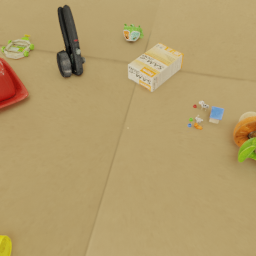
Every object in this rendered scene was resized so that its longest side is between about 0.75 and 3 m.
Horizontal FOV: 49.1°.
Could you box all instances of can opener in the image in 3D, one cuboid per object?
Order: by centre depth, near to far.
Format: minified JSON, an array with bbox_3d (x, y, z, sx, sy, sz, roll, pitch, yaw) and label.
[{"bbox_3d":[-1.918,-2.861,9.341,0.730,2.303,0.905,10,23,31],"label":"can opener"}]

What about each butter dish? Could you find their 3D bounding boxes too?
[{"bbox_3d":[-4.683,-1.692,8.354,2.474,1.834,2.481,-27,58,-24],"label":"butter dish"}]

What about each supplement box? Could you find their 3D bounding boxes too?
[{"bbox_3d":[0.963,-2.123,9.616,1.090,0.636,1.729,34,58,26],"label":"supplement box"}]

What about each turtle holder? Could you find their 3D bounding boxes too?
[{"bbox_3d":[0.192,-3.737,10.986,0.647,0.604,0.851,13,19,23],"label":"turtle holder"}]

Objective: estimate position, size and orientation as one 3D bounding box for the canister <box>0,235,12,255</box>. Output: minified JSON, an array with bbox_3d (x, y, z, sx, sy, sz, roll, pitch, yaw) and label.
[{"bbox_3d":[-3.266,2.747,5.582,1.503,0.651,1.116,-1,50,1],"label":"canister"}]

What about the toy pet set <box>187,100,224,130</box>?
[{"bbox_3d":[2.326,-0.438,8.307,0.896,0.509,0.959,14,52,12],"label":"toy pet set"}]

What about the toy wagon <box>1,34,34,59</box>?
[{"bbox_3d":[-4.113,-3.115,10.698,1.021,0.260,1.316,13,51,10],"label":"toy wagon"}]

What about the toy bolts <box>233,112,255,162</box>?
[{"bbox_3d":[4.157,0.026,7.081,2.360,2.254,1.637,20,44,-7],"label":"toy bolts"}]
